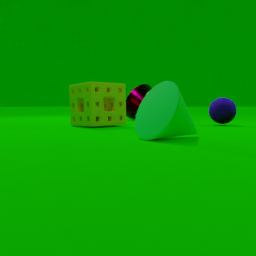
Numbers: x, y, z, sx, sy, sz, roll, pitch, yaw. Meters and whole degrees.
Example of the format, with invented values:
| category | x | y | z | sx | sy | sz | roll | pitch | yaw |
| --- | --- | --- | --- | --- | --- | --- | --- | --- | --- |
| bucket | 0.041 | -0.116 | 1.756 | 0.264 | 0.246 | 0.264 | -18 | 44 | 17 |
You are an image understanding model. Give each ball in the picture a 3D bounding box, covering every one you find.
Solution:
| category | x | y | z | sx | sy | sz | roll | pitch | yaw |
| --- | --- | --- | --- | --- | --- | --- | --- | --- | --- |
| ball | 2.828 | -0.514 | 8.383 | 0.791 | 0.791 | 0.791 | 0 | 5 | 0 |

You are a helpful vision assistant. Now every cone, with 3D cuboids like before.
| category | x | y | z | sx | sy | sz | roll | pitch | yaw |
| --- | --- | --- | --- | --- | --- | --- | --- | --- | --- |
| cone | 0.950 | -0.688 | 11.131 | 1.607 | 1.607 | 1.613 | -4 | 33 | -43 |
| cone | 0.923 | -0.108 | 5.211 | 1.138 | 1.134 | 1.134 | 26 | -9 | -29 |

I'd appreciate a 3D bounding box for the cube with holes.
| category | x | y | z | sx | sy | sz | roll | pitch | yaw |
| --- | --- | --- | --- | --- | --- | --- | --- | --- | --- |
| cube with holes | -0.875 | -0.659 | 8.059 | 1.164 | 1.164 | 1.164 | -4 | 4 | -40 |
